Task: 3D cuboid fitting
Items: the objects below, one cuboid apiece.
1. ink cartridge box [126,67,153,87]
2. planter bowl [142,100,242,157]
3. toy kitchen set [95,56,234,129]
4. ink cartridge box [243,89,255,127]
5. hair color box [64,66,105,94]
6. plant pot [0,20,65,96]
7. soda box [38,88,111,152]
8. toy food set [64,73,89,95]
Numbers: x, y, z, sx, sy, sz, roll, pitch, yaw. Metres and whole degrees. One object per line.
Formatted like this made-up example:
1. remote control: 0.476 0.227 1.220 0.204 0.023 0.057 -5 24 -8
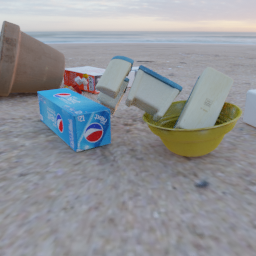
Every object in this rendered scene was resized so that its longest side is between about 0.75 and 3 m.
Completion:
1. ink cartridge box: 0.092 -2.401 13.186 1.763 0.757 1.291 -9 22 -27
2. planter bowl: 1.409 0.053 6.227 2.109 0.878 2.109 -7 19 3
3. toy kitchen set: 0.730 -0.821 7.030 2.682 1.580 2.148 29 -12 0
4. ink cartridge box: 4.457 -0.334 7.230 1.699 0.975 2.339 -6 21 -17
5. hair color box: -1.659 -2.209 12.583 1.417 0.817 2.555 -16 24 -38
6. plant pot: -3.927 -2.521 11.237 2.502 2.869 2.869 9 15 -27
7. soda box: -1.509 -0.340 7.376 0.946 0.895 2.790 -12 24 -30
8. toy food set: -1.840 -1.544 10.520 1.077 0.485 0.514 -33 42 5
